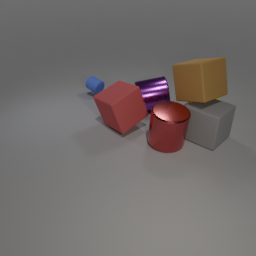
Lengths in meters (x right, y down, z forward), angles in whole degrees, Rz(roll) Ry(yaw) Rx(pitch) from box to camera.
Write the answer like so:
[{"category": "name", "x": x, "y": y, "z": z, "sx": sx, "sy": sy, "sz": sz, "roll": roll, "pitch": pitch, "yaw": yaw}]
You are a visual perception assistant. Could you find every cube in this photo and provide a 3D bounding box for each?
[{"category": "cube", "x": 2.700, "y": -1.808, "z": 10.486, "sx": 1.400, "sy": 1.400, "sz": 1.400, "roll": -20, "pitch": 19, "yaw": -33}, {"category": "cube", "x": 3.071, "y": -0.236, "z": 10.749, "sx": 1.400, "sy": 1.400, "sz": 1.400, "roll": 25, "pitch": 38, "yaw": 35}, {"category": "cube", "x": -0.282, "y": -0.876, "z": 11.246, "sx": 1.400, "sy": 1.400, "sz": 1.400, "roll": -36, "pitch": 36, "yaw": -21}]

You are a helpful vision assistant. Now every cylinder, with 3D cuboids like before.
[{"category": "cylinder", "x": 1.096, "y": -1.533, "z": 12.744, "sx": 1.400, "sy": 1.400, "sz": 1.400, "roll": -11, "pitch": 31, "yaw": 1}, {"category": "cylinder", "x": 1.485, "y": -0.054, "z": 10.304, "sx": 1.400, "sy": 1.400, "sz": 1.400, "roll": 3, "pitch": 38, "yaw": -2}, {"category": "cylinder", "x": -1.668, "y": -2.189, "z": 14.193, "sx": 0.700, "sy": 0.700, "sz": 0.700, "roll": 33, "pitch": 42, "yaw": 23}]

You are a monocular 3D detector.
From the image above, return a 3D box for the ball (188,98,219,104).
[{"category": "ball", "x": 3.384, "y": -1.341, "z": 12.618, "sx": 1.400, "sy": 1.400, "sz": 1.400, "roll": 0, "pitch": 31, "yaw": 0}]
